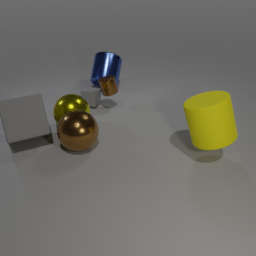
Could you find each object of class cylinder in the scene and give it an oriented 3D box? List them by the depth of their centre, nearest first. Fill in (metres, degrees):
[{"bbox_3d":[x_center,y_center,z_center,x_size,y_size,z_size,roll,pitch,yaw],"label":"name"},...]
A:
[{"bbox_3d":[2.549,-0.254,8.669,1.400,1.400,1.400,-16,21,7],"label":"cylinder"},{"bbox_3d":[-0.830,-1.807,11.941,0.700,0.700,0.700,-14,29,8],"label":"cylinder"},{"bbox_3d":[-1.087,-2.881,14.054,1.400,1.400,1.400,9,-10,2],"label":"cylinder"}]

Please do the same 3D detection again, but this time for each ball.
[{"bbox_3d":[-1.692,0.094,9.498,1.400,1.400,1.400,0,30,0],"label":"ball"},{"bbox_3d":[-2.137,-0.603,10.679,1.400,1.400,1.400,0,30,0],"label":"ball"}]

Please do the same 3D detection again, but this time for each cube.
[{"bbox_3d":[-3.649,-0.333,9.771,1.400,1.400,1.400,-14,6,-23],"label":"cube"},{"bbox_3d":[-1.676,-1.405,12.623,0.700,0.700,0.700,8,23,13],"label":"cube"}]
